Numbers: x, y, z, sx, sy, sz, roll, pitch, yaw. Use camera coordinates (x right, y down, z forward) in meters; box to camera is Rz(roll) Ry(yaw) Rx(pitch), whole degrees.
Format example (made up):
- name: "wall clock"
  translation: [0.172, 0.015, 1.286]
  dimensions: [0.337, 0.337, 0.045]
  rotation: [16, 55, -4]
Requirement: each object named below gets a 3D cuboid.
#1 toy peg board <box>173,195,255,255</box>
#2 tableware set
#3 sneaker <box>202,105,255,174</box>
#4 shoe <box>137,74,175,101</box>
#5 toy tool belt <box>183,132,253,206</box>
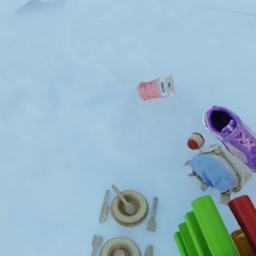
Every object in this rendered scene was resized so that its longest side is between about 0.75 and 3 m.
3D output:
- name: "toy peg board"
  translation: [2.340, 2.125, 5.327]
  dimensions: [2.962, 2.975, 1.455]
  rotation: [-13, 56, -10]
- name: "tableware set"
  translation: [-0.080, 2.454, 6.733]
  dimensions: [1.485, 0.450, 2.247]
  rotation: [7, 52, 6]
- name: "sneaker"
  translation: [3.050, 0.259, 7.779]
  dimensions: [1.038, 1.140, 2.580]
  rotation: [-45, 67, 7]
- name: "shoe"
  translation: [0.959, -1.327, 9.183]
  dimensions: [0.938, 0.736, 2.061]
  rotation: [-7, 8, 20]
- name: "toy tool belt"
  translation: [2.125, 1.032, 7.374]
  dimensions: [1.205, 1.225, 1.961]
  rotation: [-36, 64, -28]
